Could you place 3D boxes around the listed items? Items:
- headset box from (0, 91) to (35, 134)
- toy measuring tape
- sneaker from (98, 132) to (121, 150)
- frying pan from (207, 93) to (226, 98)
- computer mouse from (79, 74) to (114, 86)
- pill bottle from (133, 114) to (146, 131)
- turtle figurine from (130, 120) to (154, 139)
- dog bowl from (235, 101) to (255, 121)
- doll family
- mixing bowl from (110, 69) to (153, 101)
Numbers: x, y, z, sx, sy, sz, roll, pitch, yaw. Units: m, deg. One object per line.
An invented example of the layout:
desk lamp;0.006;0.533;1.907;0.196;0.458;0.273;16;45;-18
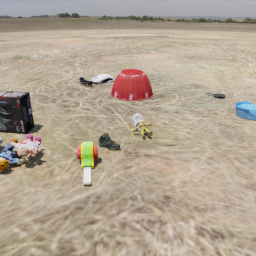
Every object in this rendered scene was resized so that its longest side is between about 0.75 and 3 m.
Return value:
headset box;-4.807;-0.646;10.882;2.001;1.489;0.773;4;25;8
toy measuring tape;-1.235;0.919;8.473;0.719;0.719;1.956;-2;25;-5
sneaker;-0.655;0.459;9.699;0.861;0.493;0.329;17;31;28
frying pan;4.628;-1.703;14.765;0.990;0.161;0.599;2;24;9
computer mouse;-1.829;-3.027;17.250;2.145;0.470;1.176;-17;29;-32
pill bottle;0.444;-0.247;11.233;0.471;0.471;0.813;-3;25;-6
turtle figurine;0.627;-0.001;10.551;1.017;0.328;0.820;-15;46;-13
dog bowl;5.662;-0.681;12.157;1.974;0.489;1.100;13;28;25
doll family;-4.007;0.713;8.800;2.489;1.122;1.545;18;17;-4
mixing bowl;0.224;-2.413;15.002;2.346;1.271;2.346;0;26;0
